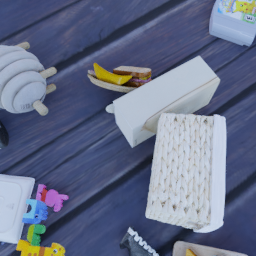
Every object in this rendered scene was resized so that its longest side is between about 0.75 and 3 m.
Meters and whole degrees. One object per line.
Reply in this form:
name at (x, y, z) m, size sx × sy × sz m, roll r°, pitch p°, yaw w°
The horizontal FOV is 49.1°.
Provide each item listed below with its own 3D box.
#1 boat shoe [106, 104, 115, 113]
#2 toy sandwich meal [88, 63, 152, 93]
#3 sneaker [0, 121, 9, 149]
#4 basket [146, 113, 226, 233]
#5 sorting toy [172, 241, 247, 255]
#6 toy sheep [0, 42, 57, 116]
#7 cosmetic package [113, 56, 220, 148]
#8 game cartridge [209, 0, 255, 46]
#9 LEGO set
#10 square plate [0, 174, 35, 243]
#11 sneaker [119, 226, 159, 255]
boat shoe at (-0.281, -0.709, 9.011) m, size 0.888 × 0.264 × 0.319 m, roll -16°, pitch 111°, yaw -4°
toy sandwich meal at (-0.240, -1.628, 8.605) m, size 2.029 × 2.029 × 0.695 m, roll 15°, pitch 110°, yaw 6°
sneaker at (-4.436, 0.097, 8.571) m, size 1.081 × 0.709 × 1.878 m, roll -35°, pitch 65°, yaw -3°
basket at (1.474, 1.138, 7.390) m, size 1.711 × 1.881 × 2.774 m, roll 9°, pitch 65°, yaw 6°
sorting toy at (1.770, 4.174, 6.564) m, size 1.941 × 0.386 × 2.625 m, roll -3°, pitch 63°, yaw 36°
toy sheep at (-3.356, -1.457, 8.454) m, size 2.984 × 2.057 × 2.057 m, roll 40°, pitch 74°, yaw 20°
cosmetic package at (1.100, -0.760, 8.362) m, size 2.937 × 1.520 × 1.073 m, roll -30°, pitch 70°, yaw -10°
game cartridge at (4.057, -4.343, 10.339) m, size 1.755 × 0.533 × 2.632 m, roll 21°, pitch 70°, yaw 12°
LEGO set at (-2.101, 2.852, 7.202) m, size 1.149 × 1.068 × 2.801 m, roll 5°, pitch 70°, yaw 2°
square plate at (-3.737, 2.176, 7.896) m, size 1.797 × 0.258 × 1.814 m, roll 7°, pitch 69°, yaw 3°
sneaker at (0.417, 3.400, 7.285) m, size 1.633 × 0.543 × 0.739 m, roll 42°, pitch 77°, yaw 18°
